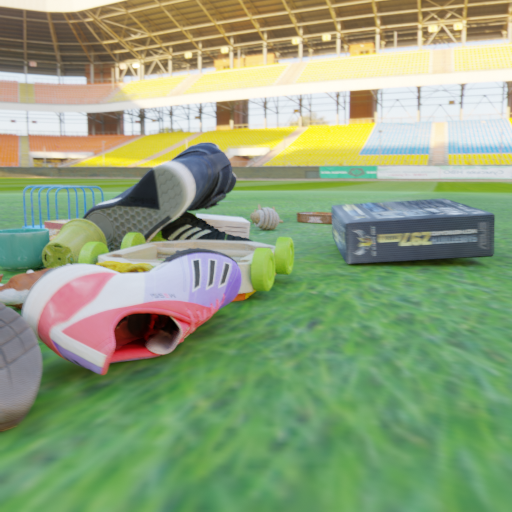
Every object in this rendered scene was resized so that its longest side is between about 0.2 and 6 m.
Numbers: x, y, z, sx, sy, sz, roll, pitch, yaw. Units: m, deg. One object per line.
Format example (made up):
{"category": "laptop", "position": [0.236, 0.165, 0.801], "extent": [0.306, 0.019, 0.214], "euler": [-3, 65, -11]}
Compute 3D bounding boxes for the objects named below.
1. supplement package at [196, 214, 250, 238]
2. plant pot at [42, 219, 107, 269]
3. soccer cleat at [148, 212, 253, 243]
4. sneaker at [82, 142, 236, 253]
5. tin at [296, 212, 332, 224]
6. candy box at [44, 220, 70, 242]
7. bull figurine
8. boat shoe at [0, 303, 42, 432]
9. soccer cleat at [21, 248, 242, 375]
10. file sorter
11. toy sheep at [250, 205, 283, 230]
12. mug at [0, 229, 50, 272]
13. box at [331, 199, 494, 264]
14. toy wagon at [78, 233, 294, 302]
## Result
{"category": "supplement package", "position": [-0.666, -0.383, 10.348], "extent": [0.926, 0.659, 1.189], "euler": [4, 7, -9]}
{"category": "plant pot", "position": [-2.787, -0.065, 8.443], "extent": [0.823, 0.823, 0.757], "euler": [2, 20, 11]}
{"category": "soccer cleat", "position": [-0.939, -0.326, 9.276], "extent": [2.042, 0.828, 0.689], "euler": [3, -22, 17]}
{"category": "sneaker", "position": [-1.578, -0.923, 9.442], "extent": [2.790, 1.061, 2.016], "euler": [-25, 11, 36]}
{"category": "tin", "position": [2.029, -1.169, 17.234], "extent": [1.694, 0.355, 0.949], "euler": [6, 6, 35]}
{"category": "candy box", "position": [-3.733, -0.584, 12.626], "extent": [0.994, 0.476, 1.723], "euler": [6, 10, 37]}
{"category": "bull figurine", "position": [-2.455, 0.352, 6.362], "extent": [1.356, 0.442, 0.823], "euler": [-2, 9, -13]}
{"category": "boat shoe", "position": [-2.019, 0.632, 3.804], "extent": [0.679, 0.669, 1.824], "euler": [3, 25, -45]}
{"category": "soccer cleat", "position": [-0.771, 0.480, 4.921], "extent": [0.896, 0.835, 2.449], "euler": [32, 19, 27]}
{"category": "file sorter", "position": [-4.890, -1.175, 14.215], "extent": [1.964, 1.205, 1.363], "euler": [7, 10, 44]}
{"category": "toy sheep", "position": [0.288, -0.994, 14.933], "extent": [0.982, 0.677, 0.677], "euler": [4, 6, -24]}
{"category": "mug", "position": [-3.645, -0.101, 8.856], "extent": [0.823, 0.619, 1.001], "euler": [1, 8, 10]}
{"category": "box", "position": [2.692, -0.525, 10.388], "extent": [2.391, 0.773, 3.032], "euler": [-3, 10, 3]}
{"category": "toy wagon", "position": [-0.964, 0.147, 7.152], "extent": [2.492, 0.636, 3.212], "euler": [2, 9, 16]}
